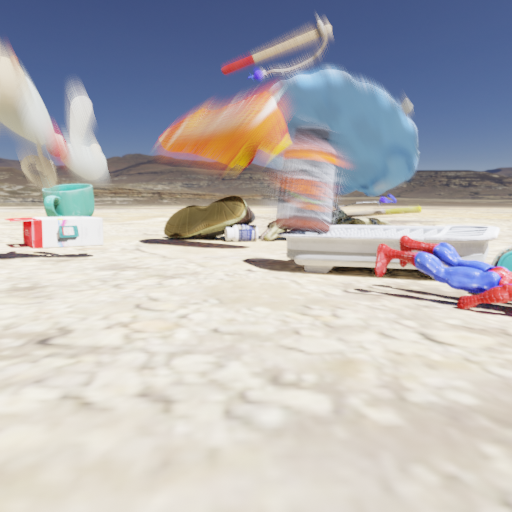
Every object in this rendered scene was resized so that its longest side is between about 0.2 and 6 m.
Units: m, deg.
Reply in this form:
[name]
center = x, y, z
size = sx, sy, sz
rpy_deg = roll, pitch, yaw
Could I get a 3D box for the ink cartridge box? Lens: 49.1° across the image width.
[ink cartridge box]
center = -3.786, -0.453, 10.496
size = 1.598, 0.537, 0.929
rpy_deg = -4, 7, -32

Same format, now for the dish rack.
[dish rack]
center = 1.734, -0.093, 7.218
size = 2.538, 0.553, 2.178
rpy_deg = 3, 8, 24

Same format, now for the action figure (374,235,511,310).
[action figure]
center = 1.973, 0.221, 4.787
size = 0.637, 0.504, 1.948
rpy_deg = -12, 17, -39

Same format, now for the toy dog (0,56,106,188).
[toy dog]
center = -2.824, -1.877, 7.377
size = 1.287, 0.940, 1.952
rpy_deg = -4, -37, 23

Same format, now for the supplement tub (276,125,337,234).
[supplement tub]
center = 0.627, -0.932, 6.887
size = 0.684, 1.279, 0.684
rpy_deg = 5, 2, 0

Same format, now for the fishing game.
[fishing game]
center = 1.542, -2.312, 10.648
size = 3.209, 0.697, 4.481
rpy_deg = -6, -41, 41

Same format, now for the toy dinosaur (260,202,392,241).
[toy dinosaur]
center = 1.785, -0.634, 11.553
size = 3.294, 0.782, 1.451
rpy_deg = 2, -1, -14

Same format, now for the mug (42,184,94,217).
[mug]
center = -5.983, -1.563, 17.534
size = 1.505, 1.132, 1.831
rpy_deg = 13, 23, 42

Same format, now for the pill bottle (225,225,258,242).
[pill bottle]
center = -0.303, -0.453, 11.386
size = 0.637, 0.354, 0.354
rpy_deg = -3, 7, -17

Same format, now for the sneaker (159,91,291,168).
[sneaker]
center = -0.668, -1.930, 9.434
size = 2.843, 1.097, 1.038
rpy_deg = 7, 39, 48

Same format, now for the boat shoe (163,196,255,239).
[boat shoe]
center = -1.020, -0.669, 11.944
size = 2.207, 0.808, 0.715
rpy_deg = -8, -33, 36

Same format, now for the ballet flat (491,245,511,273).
[ballet flat]
center = 3.131, 0.127, 4.789
size = 2.080, 0.701, 0.648
rpy_deg = 5, -2, 35
